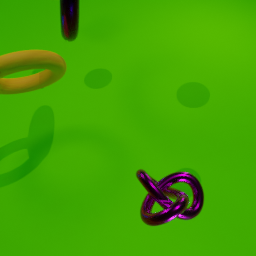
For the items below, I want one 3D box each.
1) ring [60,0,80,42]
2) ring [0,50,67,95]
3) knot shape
[{"bbox_3d":[-1.317,-2.952,6.239,0.395,1.973,1.973,-1,56,-12],"label":"ring"},{"bbox_3d":[-2.354,-1.223,6.359,1.941,1.941,0.388,-16,86,-10],"label":"ring"},{"bbox_3d":[0.561,1.039,4.125,1.124,0.519,1.052,17,27,12],"label":"knot shape"}]
